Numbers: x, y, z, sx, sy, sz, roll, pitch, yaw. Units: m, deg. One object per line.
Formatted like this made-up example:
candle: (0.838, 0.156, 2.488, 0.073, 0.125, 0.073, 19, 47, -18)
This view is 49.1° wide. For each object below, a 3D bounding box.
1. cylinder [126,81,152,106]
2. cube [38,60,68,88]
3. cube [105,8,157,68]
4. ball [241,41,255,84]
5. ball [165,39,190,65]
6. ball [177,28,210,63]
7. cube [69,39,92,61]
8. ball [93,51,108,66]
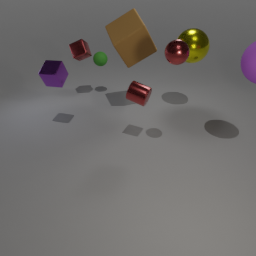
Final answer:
cylinder: (0.380, -1.198, 9.742, 0.700, 0.700, 0.700, 25, 36, 11)
cube: (-2.721, -1.989, 10.288, 0.700, 0.700, 0.700, 7, 59, 16)
cube: (0.127, -3.623, 11.363, 1.400, 1.400, 1.400, -29, 52, 10)
ball: (4.233, -2.040, 8.650, 1.400, 1.400, 1.400, 0, 31, 0)
ball: (1.388, -2.141, 7.931, 0.700, 0.700, 0.700, 0, 31, 0)
ball: (2.674, -3.413, 11.656, 1.400, 1.400, 1.400, 0, 31, 0)
cube: (-2.237, -3.660, 13.186, 0.700, 0.700, 0.700, -19, -2, 15)
ball: (-1.348, -3.374, 13.677, 0.700, 0.700, 0.700, 0, 31, 0)
